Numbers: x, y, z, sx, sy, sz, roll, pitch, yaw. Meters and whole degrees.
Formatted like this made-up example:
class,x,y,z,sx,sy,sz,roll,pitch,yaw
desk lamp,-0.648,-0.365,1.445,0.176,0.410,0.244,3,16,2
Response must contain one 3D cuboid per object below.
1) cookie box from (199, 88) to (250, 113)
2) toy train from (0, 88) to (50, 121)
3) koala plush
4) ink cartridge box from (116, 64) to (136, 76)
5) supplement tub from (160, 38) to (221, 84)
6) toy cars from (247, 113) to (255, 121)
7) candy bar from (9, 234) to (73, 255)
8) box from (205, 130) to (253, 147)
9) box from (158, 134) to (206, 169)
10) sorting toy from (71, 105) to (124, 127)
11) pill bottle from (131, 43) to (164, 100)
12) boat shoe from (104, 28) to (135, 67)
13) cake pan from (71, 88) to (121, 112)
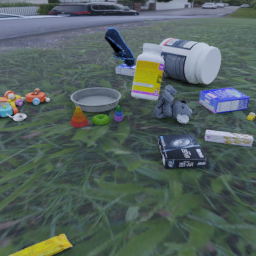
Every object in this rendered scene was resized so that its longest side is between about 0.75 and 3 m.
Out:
class,x,y,z,sx,sy,sz,roll,pitch,yaw
cookie box,3.830,-1.129,11.249,1.466,0.551,1.254,-7,28,-14
toy train,-4.264,-1.082,11.046,1.790,0.663,2.384,3,27,6
koala plush,1.676,-0.683,10.105,1.303,1.198,1.156,26,28,4
ink cartridge box,0.321,-3.136,15.350,1.829,0.404,0.860,13,29,24
supplement tub,2.936,-3.338,13.998,1.968,1.968,2.804,-24,35,-38
toy cars,4.817,-0.467,10.326,0.992,0.220,0.445,-4,28,-7
candy bar,-1.815,2.301,4.946,1.617,0.179,0.403,-16,27,-27
box,3.130,0.318,8.723,1.405,0.291,0.272,8,28,13
box,1.500,0.648,8.048,1.118,0.304,1.395,-1,27,-1
sorting toy,-1.100,-0.516,9.952,1.915,0.659,0.664,-7,28,-11
pill bottle,0.675,-1.813,9.156,0.905,1.736,0.905,9,9,-1
boat shoe,-0.343,-2.624,9.472,0.644,1.532,0.526,5,55,49
cake pan,-1.304,-1.165,11.517,2.050,0.376,2.050,0,27,0
